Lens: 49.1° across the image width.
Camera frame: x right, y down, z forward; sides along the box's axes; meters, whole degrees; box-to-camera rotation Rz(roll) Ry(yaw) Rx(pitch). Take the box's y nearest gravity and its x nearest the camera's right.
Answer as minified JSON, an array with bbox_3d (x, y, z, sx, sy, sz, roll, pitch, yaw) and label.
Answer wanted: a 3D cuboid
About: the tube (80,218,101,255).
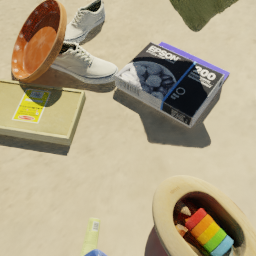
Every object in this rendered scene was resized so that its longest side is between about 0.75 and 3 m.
[{"bbox_3d":[-0.898,2.742,6.618,0.339,0.303,1.167,-17,52,36],"label":"tube"}]

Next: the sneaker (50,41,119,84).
[{"bbox_3d":[-1.662,-2.288,9.464,2.788,0.987,1.018,16,58,10],"label":"sneaker"}]

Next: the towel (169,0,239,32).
[{"bbox_3d":[1.765,-4.383,7.918,0.533,2.169,2.923,-37,96,-24],"label":"towel"}]

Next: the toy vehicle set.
[{"bbox_3d":[-2.953,-0.555,8.684,2.944,0.390,1.829,9,57,6],"label":"toy vehicle set"}]

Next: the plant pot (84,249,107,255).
[{"bbox_3d":[-0.744,3.702,4.935,1.917,2.132,2.133,-28,61,-10],"label":"plant pot"}]

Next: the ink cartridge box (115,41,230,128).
[{"bbox_3d":[1.577,-1.798,9.373,2.909,0.637,2.937,31,61,19],"label":"ink cartridge box"}]

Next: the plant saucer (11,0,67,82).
[{"bbox_3d":[-2.920,-2.846,9.247,2.841,0.459,2.841,-15,65,37],"label":"plant saucer"}]

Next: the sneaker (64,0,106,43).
[{"bbox_3d":[-1.797,-4.127,10.735,0.907,0.880,2.484,28,61,17],"label":"sneaker"}]

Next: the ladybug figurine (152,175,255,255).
[{"bbox_3d":[1.700,2.423,6.263,1.996,1.058,2.941,-29,65,-24],"label":"ladybug figurine"}]
